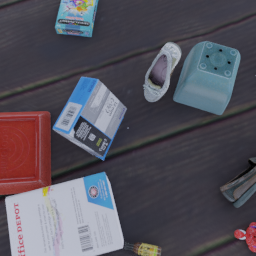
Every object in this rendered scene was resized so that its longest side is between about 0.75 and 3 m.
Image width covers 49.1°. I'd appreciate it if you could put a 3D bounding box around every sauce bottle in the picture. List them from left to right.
[{"bbox_3d":[0.448,3.705,8.545,1.103,0.357,0.357,8,72,5],"label":"sauce bottle"}]

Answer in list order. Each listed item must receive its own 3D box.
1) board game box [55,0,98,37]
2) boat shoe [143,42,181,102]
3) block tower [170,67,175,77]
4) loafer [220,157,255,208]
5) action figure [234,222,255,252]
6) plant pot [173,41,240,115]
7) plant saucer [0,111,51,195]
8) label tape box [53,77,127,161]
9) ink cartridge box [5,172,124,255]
[{"bbox_3d":[-2.014,-4.588,11.164,1.384,0.430,1.833,6,72,2],"label":"board game box"},{"bbox_3d":[0.893,-1.538,8.355,0.784,2.127,0.682,38,50,9],"label":"boat shoe"},{"bbox_3d":[1.128,-1.813,9.370,0.519,1.922,0.556,41,69,12],"label":"block tower"},{"bbox_3d":[4.078,1.346,9.030,2.642,0.949,0.831,-44,71,-10],"label":"loafer"},{"bbox_3d":[4.727,3.324,8.136,2.988,1.479,0.975,7,72,5],"label":"action figure"},{"bbox_3d":[2.796,-1.828,9.508,1.862,1.902,1.867,18,73,5],"label":"plant pot"},{"bbox_3d":[-4.001,0.729,9.171,2.821,0.518,2.816,-2,73,-11],"label":"plant saucer"},{"bbox_3d":[-0.859,-0.130,8.607,0.818,2.474,1.772,14,72,39],"label":"label tape box"},{"bbox_3d":[-1.678,2.681,7.993,2.730,1.993,2.003,-14,73,-4],"label":"ink cartridge box"}]
